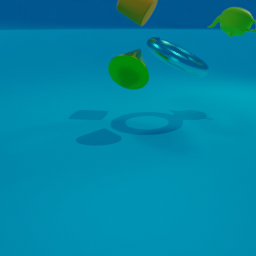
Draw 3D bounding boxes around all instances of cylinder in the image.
[{"bbox_3d":[0.282,-3.850,8.766,0.938,0.938,0.938,35,26,1],"label":"cylinder"}]

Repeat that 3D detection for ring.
[{"bbox_3d":[1.472,-2.111,8.303,2.027,0.405,2.027,23,25,-11],"label":"ring"}]

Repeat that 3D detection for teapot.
[{"bbox_3d":[3.325,-3.294,8.866,1.618,0.792,1.006,25,7,34],"label":"teapot"}]

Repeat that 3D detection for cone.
[{"bbox_3d":[0.168,-1.799,7.467,1.103,1.103,1.107,7,51,18],"label":"cone"}]
